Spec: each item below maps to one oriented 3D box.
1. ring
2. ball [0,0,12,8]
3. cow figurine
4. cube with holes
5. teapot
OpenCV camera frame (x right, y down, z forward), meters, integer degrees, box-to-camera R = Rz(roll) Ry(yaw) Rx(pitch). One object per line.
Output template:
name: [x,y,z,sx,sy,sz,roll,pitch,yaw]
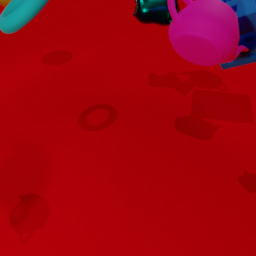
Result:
ring: [-1.662,-2.055,4.608,1.242,0.248,1.242,-24,44,26]
ball: [-3.482,-4.216,8.435,1.228,1.228,1.228,0,41,0]
cow figurine: [0.938,-2.808,7.113,1.639,1.613,0.900,-7,13,-2]
cube with holes: [2.322,-2.237,5.518,1.376,1.376,1.376,-7,64,40]
teapot: [1.351,-1.606,4.678,1.153,1.855,0.908,3,65,63]
